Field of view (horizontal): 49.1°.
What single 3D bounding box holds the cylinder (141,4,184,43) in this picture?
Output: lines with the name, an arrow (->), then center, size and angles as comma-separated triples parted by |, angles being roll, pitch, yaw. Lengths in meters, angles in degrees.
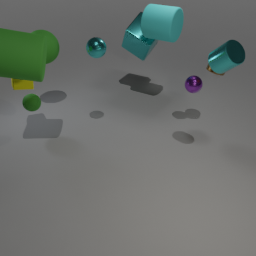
cylinder -> 1.468, -4.485, 11.989 | 1.400, 1.400, 1.400 | 19, 37, 25

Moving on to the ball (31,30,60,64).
ball -> -3.611, -3.415, 11.829 | 1.400, 1.400, 1.400 | 0, 32, 0

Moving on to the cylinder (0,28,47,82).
cylinder -> -3.230, -2.169, 8.419 | 1.400, 1.400, 1.400 | 6, 30, -13

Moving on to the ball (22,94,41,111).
ball -> -3.772, -0.997, 10.981 | 0.700, 0.700, 0.700 | 0, 32, 0

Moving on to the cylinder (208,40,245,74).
cylinder -> 2.671, -1.923, 7.610 | 0.700, 0.700, 0.700 | -18, -3, -27

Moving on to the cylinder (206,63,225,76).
cylinder -> 3.345, -2.384, 10.294 | 0.700, 0.700, 0.700 | 14, 29, -8

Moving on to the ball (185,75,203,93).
ball -> 2.609, -1.736, 11.140 | 0.700, 0.700, 0.700 | 0, 32, 0

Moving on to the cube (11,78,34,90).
cube -> -3.892, -1.817, 10.281 | 0.700, 0.700, 0.700 | -7, 21, -25

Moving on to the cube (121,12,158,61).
cube -> 0.704, -4.498, 13.851 | 1.400, 1.400, 1.400 | 34, 70, 1

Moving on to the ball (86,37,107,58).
ball -> -1.083, -2.737, 9.568 | 0.700, 0.700, 0.700 | 0, 32, 0
